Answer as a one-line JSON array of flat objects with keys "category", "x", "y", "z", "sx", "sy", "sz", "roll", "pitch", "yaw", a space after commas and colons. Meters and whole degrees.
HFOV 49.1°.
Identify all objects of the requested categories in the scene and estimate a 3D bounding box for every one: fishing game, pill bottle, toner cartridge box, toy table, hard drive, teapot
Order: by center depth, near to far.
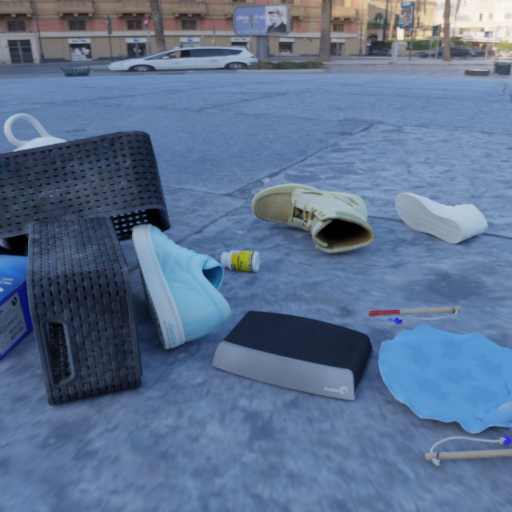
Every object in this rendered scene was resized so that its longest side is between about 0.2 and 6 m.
[{"category": "fishing game", "x": 2.465, "y": 1.507, "z": 6.994, "sx": 1.914, "sy": 0.415, "sz": 2.673, "roll": -3, "pitch": 31, "yaw": -7}, {"category": "hard drive", "x": 0.513, "y": 1.253, "z": 7.516, "sx": 1.925, "sy": 0.407, "sz": 1.298, "roll": 9, "pitch": 25, "yaw": 21}, {"category": "toner cartridge box", "x": -5.201, "y": 0.614, "z": 8.482, "sx": 3.819, "sy": 0.824, "sz": 1.814, "roll": 4, "pitch": 23, "yaw": 9}, {"category": "toy table", "x": -3.702, "y": -0.588, "z": 10.105, "sx": 0.880, "sy": 0.561, "sz": 0.958, "roll": -29, "pitch": 54, "yaw": 8}, {"category": "pill bottle", "x": -0.292, "y": 0.094, "z": 10.310, "sx": 0.665, "sy": 0.374, "sz": 0.374, "roll": 3, "pitch": 23, "yaw": 14}, {"category": "teapot", "x": -4.834, "y": -1.755, "z": 12.341, "sx": 2.043, "sy": 2.016, "sz": 1.492, "roll": 41, "pitch": 21, "yaw": 26}]

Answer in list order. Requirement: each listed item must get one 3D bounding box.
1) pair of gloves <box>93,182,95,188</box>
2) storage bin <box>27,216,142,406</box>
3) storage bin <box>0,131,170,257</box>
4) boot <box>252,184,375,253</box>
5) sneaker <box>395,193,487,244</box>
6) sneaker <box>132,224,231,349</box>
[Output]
[{"category": "pair of gloves", "x": -5.133, "y": -1.623, "z": 14.469, "sx": 2.140, "sy": 0.303, "sz": 2.662, "roll": -3, "pitch": 24, "yaw": -7}, {"category": "storage bin", "x": -2.305, "y": 0.597, "z": 7.455, "sx": 1.147, "sy": 1.654, "sz": 2.447, "roll": -9, "pitch": 24, "yaw": -19}, {"category": "storage bin", "x": -3.123, "y": -0.977, "z": 9.728, "sx": 2.975, "sy": 1.395, "sz": 2.011, "roll": -13, "pitch": -8, "yaw": -7}, {"category": "boot", "x": 1.104, "y": -0.773, "z": 11.516, "sx": 2.519, "sy": 0.908, "sz": 1.948, "roll": 5, "pitch": 23, "yaw": 2}, {"category": "sneaker", "x": 4.077, "y": -0.885, "z": 12.308, "sx": 1.126, "sy": 0.718, "sz": 1.948, "roll": -13, "pitch": 35, "yaw": -31}, {"category": "sneaker", "x": -1.169, "y": 0.341, "z": 8.793, "sx": 1.232, "sy": 1.112, "sz": 3.007, "roll": -13, "pitch": 35, "yaw": -15}]
